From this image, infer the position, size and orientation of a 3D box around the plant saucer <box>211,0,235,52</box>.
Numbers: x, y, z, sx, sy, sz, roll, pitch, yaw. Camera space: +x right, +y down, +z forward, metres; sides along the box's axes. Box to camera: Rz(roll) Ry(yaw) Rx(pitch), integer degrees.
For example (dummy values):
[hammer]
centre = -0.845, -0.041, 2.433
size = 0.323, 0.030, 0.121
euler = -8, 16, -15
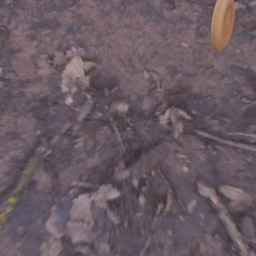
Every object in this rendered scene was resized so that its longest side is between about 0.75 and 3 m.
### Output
[plant saucer]
centre = 2.560, -2.787, 7.445
size = 0.238, 1.476, 1.476
euler = 15, 60, 30
